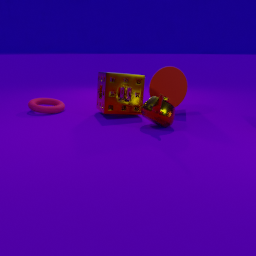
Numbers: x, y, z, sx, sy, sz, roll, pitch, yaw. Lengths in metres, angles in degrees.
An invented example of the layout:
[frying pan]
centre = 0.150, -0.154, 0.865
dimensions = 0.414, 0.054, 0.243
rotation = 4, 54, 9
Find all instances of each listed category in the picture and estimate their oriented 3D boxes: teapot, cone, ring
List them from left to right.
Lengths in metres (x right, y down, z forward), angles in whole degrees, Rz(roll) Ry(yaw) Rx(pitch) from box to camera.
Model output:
[ring]
centre = -3.139, -0.870, 10.819
dimensions = 1.379, 0.276, 1.379
rotation = 7, 20, -3
[teapot]
centre = 0.969, -0.572, 8.566
dimensions = 1.093, 0.861, 1.758
rotation = 28, -3, 14
[cone]
centre = 1.882, -1.435, 10.732
dimensions = 1.569, 1.569, 1.575
rotation = 12, 7, 36

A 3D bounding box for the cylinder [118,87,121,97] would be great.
[cylinder]
centre = -0.347, -1.816, 12.679
dimensions = 0.876, 0.876, 0.876
rotation = -42, 3, 21

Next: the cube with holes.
[cube with holes]
centre = -0.309, -1.282, 10.166
dimensions = 1.383, 1.383, 1.383
rotation = 1, 12, -18
